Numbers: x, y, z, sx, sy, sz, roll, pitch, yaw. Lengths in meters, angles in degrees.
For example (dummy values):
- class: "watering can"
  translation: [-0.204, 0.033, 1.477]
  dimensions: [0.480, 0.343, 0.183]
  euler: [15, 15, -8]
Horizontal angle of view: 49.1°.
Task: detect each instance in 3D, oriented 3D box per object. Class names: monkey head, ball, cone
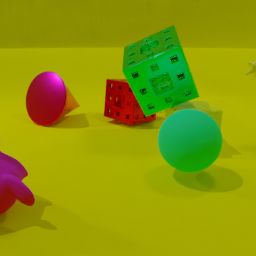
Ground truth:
- class: "monkey head"
  translation: [-2.001, 0.586, 3.750]
  dimensions: [1.692, 1.217, 1.019]
  euler: [1, 24, 2]
- class: "ball"
  translation: [1.054, 0.216, 4.806]
  dimensions: [1.081, 1.081, 1.081]
  euler: [0, 18, 0]
- class: "cone"
  translation: [-1.977, -0.783, 8.597]
  dimensions: [1.567, 1.567, 1.573]
  euler: [10, 1, 29]

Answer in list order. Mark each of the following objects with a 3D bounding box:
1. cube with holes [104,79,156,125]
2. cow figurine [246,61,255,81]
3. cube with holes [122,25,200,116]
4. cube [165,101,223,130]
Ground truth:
- class: "cube with holes"
  translation: [0.103, -0.818, 8.219]
  dimensions: [1.111, 1.111, 1.111]
  euler: [17, 18, 38]
- class: "cow figurine"
  translation: [2.817, -0.912, 5.353]
  dimensions: [0.594, 1.064, 1.081]
  euler: [-42, 8, 16]
- class: "cube with holes"
  translation: [0.690, -1.239, 6.067]
  dimensions: [1.203, 1.203, 1.203]
  euler: [-20, 35, 16]
- class: "cube"
  translation: [1.403, -0.027, 6.238]
  dimensions: [0.971, 0.971, 0.971]
  euler: [-2, 18, -7]
